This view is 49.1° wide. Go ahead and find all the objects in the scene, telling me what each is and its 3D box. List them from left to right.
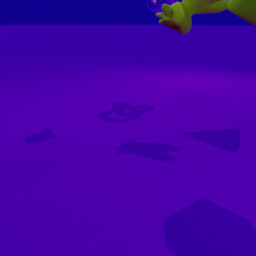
[{"bbox_3d":[1.038,-4.162,8.747,0.824,1.782,1.668,-35,39,3],"label":"knot shape"},{"bbox_3d":[1.414,-2.893,6.209,1.511,1.536,0.843,1,-7,19],"label":"cow figurine"},{"bbox_3d":[2.941,-2.982,6.836,1.350,1.345,1.345,10,24,17],"label":"cone"}]
